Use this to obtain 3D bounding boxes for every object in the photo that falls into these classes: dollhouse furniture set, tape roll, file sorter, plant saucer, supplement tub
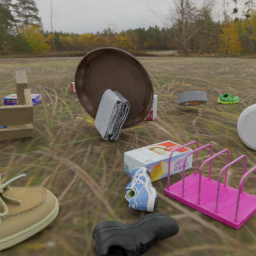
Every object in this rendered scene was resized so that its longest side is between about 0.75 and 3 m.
[{"bbox_3d":[-3.918,-0.698,8.684,1.643,1.918,2.017,-6,54,-23],"label":"dollhouse furniture set"},{"bbox_3d":[2.660,-1.204,11.615,1.205,0.398,1.205,-3,-6,0],"label":"tape roll"},{"bbox_3d":[1.610,0.919,5.223,1.057,0.954,1.520,-17,24,-41],"label":"file sorter"},{"bbox_3d":[-0.406,-1.220,8.726,2.651,2.651,0.457,7,30,21],"label":"plant saucer"},{"bbox_3d":[4.105,-0.182,8.011,1.341,1.341,1.911,15,24,39],"label":"supplement tub"}]

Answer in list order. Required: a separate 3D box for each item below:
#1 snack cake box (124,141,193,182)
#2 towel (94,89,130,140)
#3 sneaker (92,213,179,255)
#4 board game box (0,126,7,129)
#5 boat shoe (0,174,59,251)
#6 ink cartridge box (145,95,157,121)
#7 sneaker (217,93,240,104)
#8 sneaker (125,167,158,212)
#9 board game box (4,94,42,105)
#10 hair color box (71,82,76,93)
[{"bbox_3d":[0.711,0.751,6.521,1.430,0.480,0.822,-12,19,-33],"label":"snack cake box"},{"bbox_3d":[-0.474,-0.392,8.491,0.569,1.330,1.101,9,21,-28],"label":"towel"},{"bbox_3d":[0.144,1.618,4.022,1.274,0.484,0.578,-9,29,-7],"label":"sneaker"},{"bbox_3d":[-4.603,-0.289,10.140,1.440,0.248,0.975,7,19,21],"label":"board game box"},{"bbox_3d":[-2.572,1.261,4.164,2.999,0.940,1.099,-7,19,-21],"label":"boat shoe"},{"bbox_3d":[0.469,-0.826,10.810,1.184,0.860,0.856,5,18,15],"label":"ink cartridge box"},{"bbox_3d":[4.797,-1.407,13.249,1.159,0.485,0.429,-5,18,-18],"label":"sneaker"},{"bbox_3d":[0.188,1.114,5.365,0.503,0.495,1.307,1,16,-9],"label":"sneaker"},{"bbox_3d":[-5.011,-1.374,13.404,1.462,0.327,0.983,0,18,0],"label":"board game box"},{"bbox_3d":[-2.240,-2.394,16.190,1.820,0.582,1.009,-14,22,-40],"label":"hair color box"}]
